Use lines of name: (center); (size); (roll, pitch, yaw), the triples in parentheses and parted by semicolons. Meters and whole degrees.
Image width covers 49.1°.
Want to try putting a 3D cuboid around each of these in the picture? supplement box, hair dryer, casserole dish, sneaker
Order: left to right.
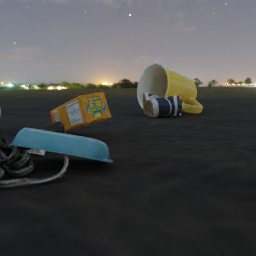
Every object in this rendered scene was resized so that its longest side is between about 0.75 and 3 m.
hair dryer: (-2.122, 0.090, 3.456); (2.774, 0.753, 2.112); (-2, 9, -9)
casserole dish: (-0.781, 0.208, 3.425); (1.259, 0.244, 0.763); (8, -8, 10)
supplement box: (-0.979, -0.268, 5.483); (0.531, 0.549, 1.595); (-16, 4, -35)
sneaker: (1.268, -0.886, 10.494); (1.251, 0.808, 2.305); (-6, 15, -5)

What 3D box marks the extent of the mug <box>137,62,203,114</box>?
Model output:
mug: (1.905, -1.393, 12.193); (2.144, 2.612, 2.092); (5, -29, -35)
